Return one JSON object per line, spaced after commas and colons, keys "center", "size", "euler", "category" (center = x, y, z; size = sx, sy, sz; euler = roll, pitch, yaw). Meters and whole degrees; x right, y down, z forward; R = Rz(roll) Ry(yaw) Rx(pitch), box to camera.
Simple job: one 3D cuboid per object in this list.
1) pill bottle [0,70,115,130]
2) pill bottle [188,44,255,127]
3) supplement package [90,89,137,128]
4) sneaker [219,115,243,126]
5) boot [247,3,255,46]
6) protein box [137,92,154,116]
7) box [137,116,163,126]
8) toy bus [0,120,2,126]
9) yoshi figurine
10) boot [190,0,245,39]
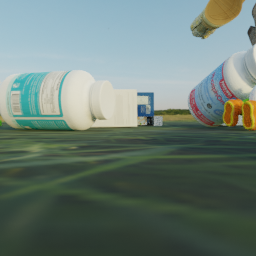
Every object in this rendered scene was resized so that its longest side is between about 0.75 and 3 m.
{"center": [-1.617, -0.631, 6.577], "size": [2.498, 1.384, 1.384], "euler": [2, 2, 18], "category": "pill bottle"}
{"center": [3.186, -1.218, 8.374], "size": [1.602, 1.602, 2.946], "euler": [-1, -20, -20], "category": "pill bottle"}
{"center": [-0.770, -0.627, 9.263], "size": [2.017, 1.223, 1.208], "euler": [0, 2, -7], "category": "supplement package"}
{"center": [4.020, -0.542, 11.445], "size": [2.248, 0.952, 0.819], "euler": [-3, 4, -32], "category": "sneaker"}
{"center": [4.735, -3.576, 9.559], "size": [0.625, 1.780, 1.302], "euler": [-3, 41, -11], "category": "boot"}
{"center": [0.465, -0.961, 14.101], "size": [1.586, 1.575, 1.070], "euler": [0, -2, -1], "category": "protein box"}
{"center": [0.709, -0.299, 12.008], "size": [1.360, 0.409, 0.793], "euler": [2, 2, 34], "category": "box"}
{"center": [-6.065, -0.517, 11.133], "size": [1.736, 0.897, 1.638], "euler": [2, 2, 38], "category": "toy bus"}
{"center": [3.711, -0.359, 7.110], "size": [2.444, 1.374, 1.369], "euler": [-13, -28, -20], "category": "yoshi figurine"}
{"center": [2.469, -3.244, 8.350], "size": [0.858, 2.358, 1.832], "euler": [40, -30, -6], "category": "boot"}
